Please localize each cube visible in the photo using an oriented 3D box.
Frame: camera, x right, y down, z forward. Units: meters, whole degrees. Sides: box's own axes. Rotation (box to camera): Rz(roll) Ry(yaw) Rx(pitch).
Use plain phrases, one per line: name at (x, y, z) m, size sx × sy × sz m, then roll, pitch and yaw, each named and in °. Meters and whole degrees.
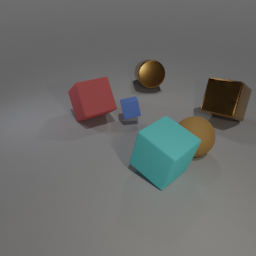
cube at (4.027, -1.155, 11.487) m, size 1.400 × 1.400 × 1.400 m, roll 17°, pitch 4°, yaw 36°
cube at (0.100, -0.844, 11.590) m, size 0.700 × 0.700 × 0.700 m, roll -12°, pitch 19°, yaw 1°
cube at (1.114, 0.734, 8.636) m, size 1.400 × 1.400 × 1.400 m, roll 38°, pitch 46°, yaw 26°
cube at (-1.502, -1.169, 11.638) m, size 1.400 × 1.400 × 1.400 m, roll -17°, pitch 0°, yaw -25°

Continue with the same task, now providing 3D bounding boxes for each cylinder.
cylinder at (1.114, -2.862, 14.699) m, size 1.400 × 1.400 × 1.400 m, roll -4°, pitch 15°, yaw -6°

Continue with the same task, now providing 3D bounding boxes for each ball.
ball at (2.283, 0.294, 9.649) m, size 1.400 × 1.400 × 1.400 m, roll 0°, pitch 31°, yaw 0°
